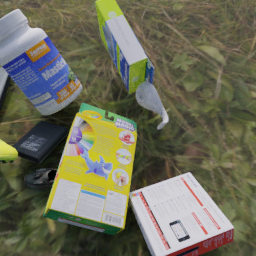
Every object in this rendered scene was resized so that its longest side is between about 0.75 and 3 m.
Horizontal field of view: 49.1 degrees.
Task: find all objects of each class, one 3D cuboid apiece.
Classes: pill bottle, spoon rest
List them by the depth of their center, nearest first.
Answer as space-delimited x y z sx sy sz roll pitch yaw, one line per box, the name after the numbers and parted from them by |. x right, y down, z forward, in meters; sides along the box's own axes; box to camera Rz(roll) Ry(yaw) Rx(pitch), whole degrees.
-2.585 -1.783 7.767 1.486 2.651 1.486 -27 27 15 | pill bottle
0.686 -0.644 7.875 0.452 0.740 1.490 -7 59 -41 | spoon rest

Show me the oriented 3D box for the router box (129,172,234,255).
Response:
1.069 1.932 6.173 1.662 0.452 1.851 -16 32 -10 | router box

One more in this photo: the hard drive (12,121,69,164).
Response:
-2.387 0.333 7.646 0.945 0.223 1.354 15 41 19 | hard drive

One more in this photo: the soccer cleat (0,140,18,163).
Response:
-3.594 0.368 7.107 2.215 0.716 0.927 7 84 34 | soccer cleat

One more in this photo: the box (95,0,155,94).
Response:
-0.119 -2.292 8.274 0.637 1.630 2.674 -23 71 -8 | box

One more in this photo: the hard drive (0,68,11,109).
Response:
-4.602 -1.038 8.748 1.463 0.345 2.096 1 56 2 | hard drive

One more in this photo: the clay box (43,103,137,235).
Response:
-0.766 0.873 6.852 1.698 0.703 2.955 20 51 -14 | clay box

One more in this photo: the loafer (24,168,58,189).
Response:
-1.884 1.210 7.112 1.506 0.474 0.541 -1 51 -5 | loafer
